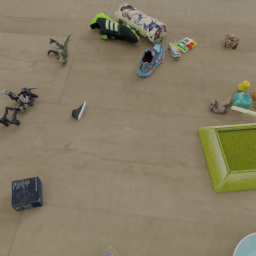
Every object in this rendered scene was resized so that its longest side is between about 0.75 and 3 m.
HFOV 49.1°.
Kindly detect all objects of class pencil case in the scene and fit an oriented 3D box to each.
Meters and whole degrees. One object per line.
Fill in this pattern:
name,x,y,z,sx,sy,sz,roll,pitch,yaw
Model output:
pencil case,0.624,-5.218,14.022,2.712,1.055,1.213,37,37,21

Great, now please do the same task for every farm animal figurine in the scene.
farm animal figurine,5.167,-4.375,13.865,0.723,0.450,0.895,15,58,9

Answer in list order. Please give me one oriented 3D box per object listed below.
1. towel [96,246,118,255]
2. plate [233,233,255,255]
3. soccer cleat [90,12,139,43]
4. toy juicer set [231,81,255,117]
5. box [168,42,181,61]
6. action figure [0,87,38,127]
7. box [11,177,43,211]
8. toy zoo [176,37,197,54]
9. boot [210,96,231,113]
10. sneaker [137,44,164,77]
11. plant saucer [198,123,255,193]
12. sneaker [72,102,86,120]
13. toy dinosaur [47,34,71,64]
towel,-0.613,4.488,8.260,1.155,0.183,1.609,-23,60,-15
plate,4.112,4.345,8.071,2.521,0.322,2.521,5,57,-8
soccer cleat,-0.691,-4.773,13.961,2.795,0.944,1.133,36,80,23
toy juicer set,4.991,-1.031,11.714,1.238,0.530,1.946,33,56,2
box,2.241,-3.682,13.500,0.340,0.312,0.972,-9,58,-6
action figure,-4.468,-1.075,11.394,1.218,1.046,2.049,8,58,18
box,-3.412,2.224,9.500,0.896,0.565,0.911,-10,57,-6
toy zoo,2.921,-4.139,13.916,1.048,0.107,0.687,-37,64,-21
boot,3.883,-1.042,11.773,0.724,0.348,0.990,19,57,15
sneaker,1.133,-3.274,12.832,0.810,0.976,2.043,23,60,14
plant saucer,4.250,0.877,10.325,2.729,0.653,2.725,-5,57,-3
sneaker,-2.054,-0.770,11.601,0.432,0.308,0.870,17,63,5
toy dinosaur,-3.323,-3.834,13.497,0.973,0.524,2.208,8,56,-12
